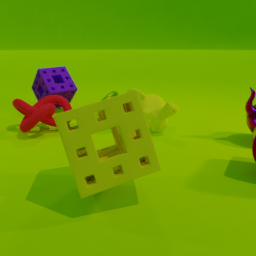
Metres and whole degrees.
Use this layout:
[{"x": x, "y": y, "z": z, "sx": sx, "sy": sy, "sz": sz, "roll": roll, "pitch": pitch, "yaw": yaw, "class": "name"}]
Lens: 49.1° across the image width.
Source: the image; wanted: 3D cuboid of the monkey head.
[{"x": 0.787, "y": -0.541, "z": 7.686, "sx": 1.705, "sy": 1.226, "sz": 1.027, "roll": 25, "pitch": 45, "yaw": -33, "class": "monkey head"}]

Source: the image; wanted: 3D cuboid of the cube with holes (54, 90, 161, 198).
[{"x": -0.366, "y": 0.190, "z": 4.453, "sx": 1.200, "sy": 1.200, "sz": 1.200, "roll": -18, "pitch": 6, "yaw": -9, "class": "cube with holes"}]

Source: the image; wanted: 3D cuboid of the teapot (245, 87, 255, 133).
[{"x": 3.472, "y": -0.229, "z": 6.782, "sx": 1.886, "sy": 0.924, "sz": 1.173, "roll": 38, "pitch": 38, "yaw": -2, "class": "teapot"}]

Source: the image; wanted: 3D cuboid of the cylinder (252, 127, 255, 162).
[{"x": 2.869, "y": 0.302, "z": 5.160, "sx": 1.072, "sy": 1.072, "sz": 1.072, "roll": 8, "pitch": 10, "yaw": 23, "class": "cylinder"}]

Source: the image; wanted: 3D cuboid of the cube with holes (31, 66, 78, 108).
[{"x": -2.639, "y": -1.415, "z": 9.997, "sx": 1.052, "sy": 1.052, "sz": 1.052, "roll": -17, "pitch": -21, "yaw": -39, "class": "cube with holes"}]

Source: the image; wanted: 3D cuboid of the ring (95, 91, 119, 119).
[{"x": -0.771, "y": -0.608, "z": 8.448, "sx": 0.259, "sy": 1.296, "sz": 1.296, "roll": 45, "pitch": 23, "yaw": -1, "class": "ring"}]

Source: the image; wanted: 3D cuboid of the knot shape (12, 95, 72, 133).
[{"x": -2.327, "y": -0.450, "z": 7.885, "sx": 1.568, "sy": 0.774, "sz": 1.676, "roll": -10, "pitch": 23, "yaw": -29, "class": "knot shape"}]
